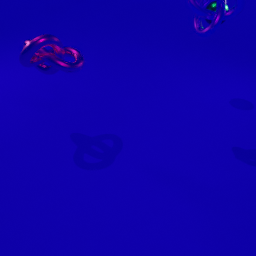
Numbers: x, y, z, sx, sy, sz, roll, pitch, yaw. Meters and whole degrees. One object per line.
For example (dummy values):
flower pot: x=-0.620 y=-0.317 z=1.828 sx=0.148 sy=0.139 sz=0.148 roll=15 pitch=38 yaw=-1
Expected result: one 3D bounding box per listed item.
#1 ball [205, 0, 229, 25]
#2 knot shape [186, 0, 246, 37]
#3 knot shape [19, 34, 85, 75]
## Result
ball: x=2.722 y=-3.537 z=8.635 sx=0.732 sy=0.732 sz=0.732 roll=0 pitch=38 yaw=0
knot shape: x=1.816 y=-2.800 z=6.229 sx=1.202 sy=1.284 sz=0.593 roll=53 pitch=34 yaw=-1
knot shape: x=-2.059 y=-1.800 z=7.072 sx=1.544 sy=0.762 sz=1.650 roll=7 pitch=2 yaw=43
